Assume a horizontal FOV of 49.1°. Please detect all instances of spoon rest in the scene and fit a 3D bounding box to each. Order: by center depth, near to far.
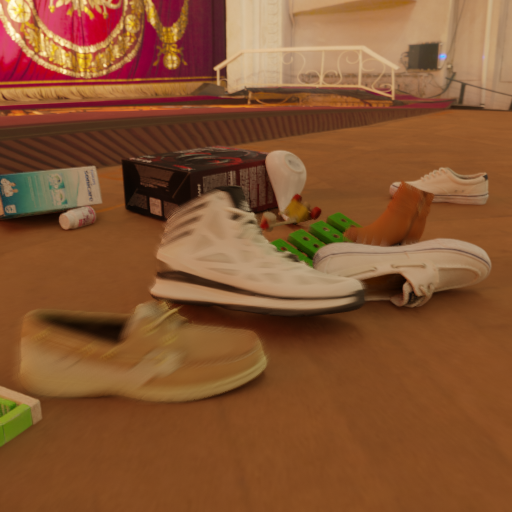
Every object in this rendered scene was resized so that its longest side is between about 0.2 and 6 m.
[{"bbox_3d":[0.793,-1.628,13.374,1.156,0.705,2.326,16,46,-28],"label":"spoon rest"}]

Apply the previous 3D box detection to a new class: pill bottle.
[{"bbox_3d":[-4.070,-0.857,12.758,0.423,0.423,0.747,12,22,30],"label":"pill bottle"}]

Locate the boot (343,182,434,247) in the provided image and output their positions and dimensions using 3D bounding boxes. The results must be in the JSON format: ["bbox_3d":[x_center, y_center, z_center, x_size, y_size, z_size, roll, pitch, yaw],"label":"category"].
[{"bbox_3d":[2.479,-0.699,10.257,1.741,1.351,0.667,11,19,-28],"label":"boot"}]

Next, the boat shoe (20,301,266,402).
[{"bbox_3d":[-1.309,1.033,6.493,2.863,0.950,1.060,-2,19,-5],"label":"boat shoe"}]

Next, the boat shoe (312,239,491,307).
[{"bbox_3d":[2.314,0.376,8.707,2.814,0.998,0.982,2,46,-5],"label":"boat shoe"}]

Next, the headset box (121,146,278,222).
[{"bbox_3d":[-1.120,-1.908,14.311,2.718,1.372,3.657,18,26,42],"label":"headset box"}]

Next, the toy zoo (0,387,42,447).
[{"bbox_3d":[-3.524,1.855,5.196,1.619,0.253,2.468,9,21,24],"label":"toy zoo"}]

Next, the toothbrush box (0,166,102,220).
[{"bbox_3d":[-4.984,-1.478,13.210,2.205,0.940,1.614,-13,7,-32],"label":"toothbrush box"}]

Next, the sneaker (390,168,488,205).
[{"bbox_3d":[4.945,-1.952,15.169,2.558,0.906,0.934,4,19,10],"label":"sneaker"}]

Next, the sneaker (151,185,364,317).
[{"bbox_3d":[0.001,-0.117,8.072,3.176,1.827,1.198,5,-2,16],"label":"sneaker"}]

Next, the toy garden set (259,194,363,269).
[{"bbox_3d":[0.917,-0.338,10.702,1.933,0.463,2.319,37,39,27],"label":"toy garden set"}]
